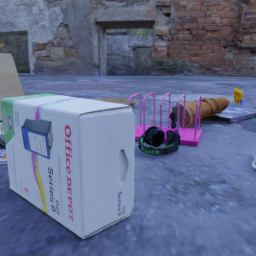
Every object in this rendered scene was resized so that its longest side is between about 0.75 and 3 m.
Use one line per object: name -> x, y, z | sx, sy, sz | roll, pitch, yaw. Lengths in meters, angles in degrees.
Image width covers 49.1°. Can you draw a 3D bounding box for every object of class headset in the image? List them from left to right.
headset -> 0.945, 0.160, 7.513 | 1.036, 0.788, 1.678 | 10, 26, 29

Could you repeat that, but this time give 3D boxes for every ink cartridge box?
ink cartridge box -> -1.046, 0.396, 4.520 | 2.343, 1.702, 1.025 | 12, 18, 42

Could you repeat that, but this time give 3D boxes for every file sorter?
file sorter -> 1.153, -0.372, 8.629 | 2.135, 1.339, 1.484 | 4, 14, 18

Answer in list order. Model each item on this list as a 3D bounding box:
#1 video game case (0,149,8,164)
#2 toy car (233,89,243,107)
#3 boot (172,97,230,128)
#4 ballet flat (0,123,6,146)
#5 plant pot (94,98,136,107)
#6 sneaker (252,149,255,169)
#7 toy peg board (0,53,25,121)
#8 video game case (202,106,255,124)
video game case -> -2.896, 0.682, 6.823 | 1.229, 0.107, 0.879 | -2, 14, -11
toy car -> 6.195, -1.202, 12.535 | 1.321, 0.896, 2.693 | -33, 40, -28
boot -> 2.770, -0.710, 10.283 | 1.992, 0.949, 2.575 | -11, 9, 2
ballet flat -> -3.502, 0.175, 7.813 | 1.919, 0.690, 0.690 | 6, 14, 25
plant pot -> -0.762, -1.282, 14.754 | 2.430, 0.334, 2.430 | -1, 13, 0
sneaker -> 3.056, 0.574, 6.278 | 0.515, 0.565, 1.377 | 3, 14, 14
toy peg board -> -5.714, -1.560, 11.428 | 1.310, 2.668, 2.679 | -12, 9, 17
video game case -> 4.287, -0.639, 12.167 | 2.794, 0.265, 1.996 | -10, 16, -38
